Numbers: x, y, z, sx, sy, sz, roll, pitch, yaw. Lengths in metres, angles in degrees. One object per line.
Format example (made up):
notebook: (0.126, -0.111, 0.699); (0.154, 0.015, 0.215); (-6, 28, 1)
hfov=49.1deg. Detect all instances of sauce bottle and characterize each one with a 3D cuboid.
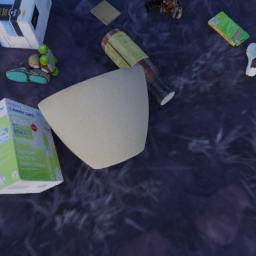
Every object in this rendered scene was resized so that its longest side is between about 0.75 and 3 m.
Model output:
sauce bottle: (0.321, -1.974, 9.154); (0.970, 0.970, 2.940); (-36, 76, -12)

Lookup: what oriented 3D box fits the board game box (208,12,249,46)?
board game box: (3.643, -3.562, 10.125); (0.676, 0.212, 1.414); (-37, 72, -12)

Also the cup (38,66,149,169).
cup: (-0.638, -0.143, 7.698); (2.979, 2.979, 2.131); (-21, 94, -7)

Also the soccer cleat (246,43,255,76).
soccer cleat: (4.297, -2.388, 9.517); (0.463, 0.518, 1.336); (12, 70, 4)

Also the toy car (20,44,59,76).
toy car: (-2.989, -2.135, 9.292); (1.058, 0.869, 0.835); (-15, 70, 5)

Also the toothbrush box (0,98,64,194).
toothbrush box: (-2.874, 0.554, 7.675); (0.976, 1.651, 2.268); (-27, 68, 17)

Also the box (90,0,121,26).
box: (-0.828, -4.307, 10.448); (0.745, 0.097, 0.912); (-42, 75, -14)

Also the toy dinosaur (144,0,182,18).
toy dinosaur: (1.275, -4.757, 10.369); (1.244, 0.936, 1.833); (-18, 51, -21)

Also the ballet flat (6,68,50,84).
ballet flat: (-3.304, -1.789, 9.386); (1.396, 0.474, 0.526); (6, 47, -3)

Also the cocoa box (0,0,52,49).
cocoa box: (-3.667, -4.040, 9.611); (1.434, 1.457, 2.185); (4, 70, 1)
